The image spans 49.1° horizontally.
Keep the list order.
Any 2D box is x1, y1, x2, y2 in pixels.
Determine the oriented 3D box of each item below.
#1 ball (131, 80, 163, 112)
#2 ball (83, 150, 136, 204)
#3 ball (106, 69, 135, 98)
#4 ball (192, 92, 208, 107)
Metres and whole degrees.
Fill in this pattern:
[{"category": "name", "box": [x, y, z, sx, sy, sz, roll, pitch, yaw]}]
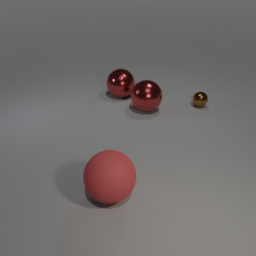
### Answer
[{"category": "ball", "box": [0.813, -1.402, 12.273, 1.400, 1.400, 1.400, 0, 30, 0]}, {"category": "ball", "box": [-0.476, 1.278, 7.409, 1.400, 1.400, 1.400, 0, 30, 0]}, {"category": "ball", "box": [-0.353, -2.174, 13.628, 1.400, 1.400, 1.400, 0, 30, 0]}, {"category": "ball", "box": [3.301, -1.311, 12.793, 0.700, 0.700, 0.700, 0, 30, 0]}]
